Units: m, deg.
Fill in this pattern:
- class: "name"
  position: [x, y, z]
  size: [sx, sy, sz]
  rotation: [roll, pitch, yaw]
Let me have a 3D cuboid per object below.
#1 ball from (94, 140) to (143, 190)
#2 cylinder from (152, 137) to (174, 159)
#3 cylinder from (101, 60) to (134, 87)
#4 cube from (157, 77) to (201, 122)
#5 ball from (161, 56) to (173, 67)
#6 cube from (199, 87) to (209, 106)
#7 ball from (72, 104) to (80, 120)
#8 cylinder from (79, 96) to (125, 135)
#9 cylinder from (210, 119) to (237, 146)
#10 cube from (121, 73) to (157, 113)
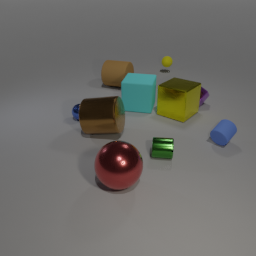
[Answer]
- class: "ball"
  position: [-0.264, 1.059, 8.040]
  size: [1.400, 1.400, 1.400]
  rotation: [0, 28, 0]
- class: "cylinder"
  position: [1.177, 0.674, 9.504]
  size: [0.700, 0.700, 0.700]
  rotation: [3, 29, 7]
- class: "cylinder"
  position: [-0.557, -2.986, 15.425]
  size: [1.400, 1.400, 1.400]
  rotation: [10, 30, 20]
- class: "cube"
  position: [2.237, -1.284, 12.364]
  size: [1.400, 1.400, 1.400]
  rotation: [20, 35, 34]
- class: "ball"
  position: [2.473, -4.197, 17.734]
  size: [0.700, 0.700, 0.700]
  rotation: [0, 28, 0]
- class: "cube"
  position: [3.303, -1.557, 13.174]
  size: [0.700, 0.700, 0.700]
  rotation: [43, 8, 23]
- class: "ball"
  position: [-2.064, -0.695, 12.037]
  size: [0.700, 0.700, 0.700]
  rotation: [0, 28, 0]
- class: "cylinder"
  position: [-0.958, -0.474, 10.677]
  size: [1.400, 1.400, 1.400]
  rotation: [-3, 27, 15]
- class: "cylinder"
  position: [3.471, 0.159, 10.184]
  size: [0.700, 0.700, 0.700]
  rotation: [26, 56, 39]
- class: "cube"
  position: [0.522, -1.649, 13.044]
  size: [1.400, 1.400, 1.400]
  rotation: [6, 29, 11]
